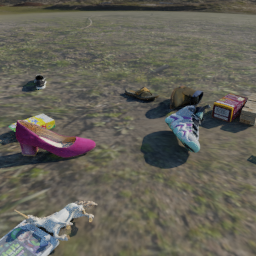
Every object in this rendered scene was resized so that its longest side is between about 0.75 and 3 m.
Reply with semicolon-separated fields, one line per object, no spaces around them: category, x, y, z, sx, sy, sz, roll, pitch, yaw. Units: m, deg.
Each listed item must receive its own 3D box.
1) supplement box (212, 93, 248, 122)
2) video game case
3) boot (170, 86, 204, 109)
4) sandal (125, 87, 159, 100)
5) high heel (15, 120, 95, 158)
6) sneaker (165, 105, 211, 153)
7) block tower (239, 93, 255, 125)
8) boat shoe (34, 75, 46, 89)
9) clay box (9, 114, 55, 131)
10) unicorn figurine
supplement box;4.447;-0.921;12.221;0.866;0.672;1.569;24;37;37
video game case;-2.400;2.710;6.208;1.157;0.149;1.273;17;33;28
boot;2.713;-1.408;12.916;1.139;0.878;2.350;11;29;23
sandal;0.669;-1.813;14.004;1.873;0.511;0.766;21;35;33
high heel;-2.429;0.275;9.468;2.597;1.246;0.875;1;29;1
sneaker;2.362;-0.212;10.001;1.608;0.894;2.299;-39;33;7
block tower;5.437;-0.864;12.175;0.667;0.623;2.308;18;33;28
boat shoe;-4.920;-2.688;15.569;0.646;0.528;1.749;-7;30;-12
clay box;-3.760;-0.061;10.985;0.883;0.366;1.538;25;38;37
unicorn figurine;-1.636;2.187;6.729;1.158;0.622;1.686;6;8;41
